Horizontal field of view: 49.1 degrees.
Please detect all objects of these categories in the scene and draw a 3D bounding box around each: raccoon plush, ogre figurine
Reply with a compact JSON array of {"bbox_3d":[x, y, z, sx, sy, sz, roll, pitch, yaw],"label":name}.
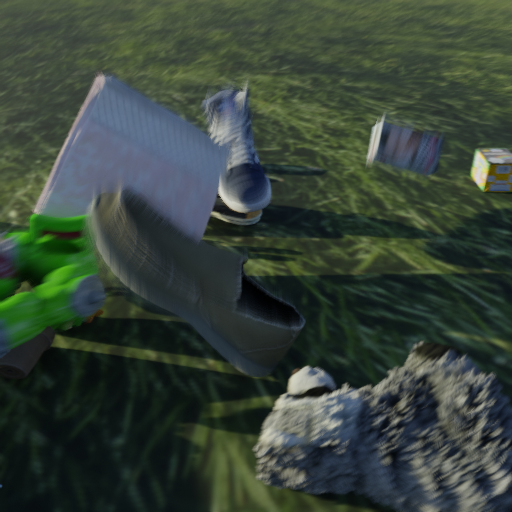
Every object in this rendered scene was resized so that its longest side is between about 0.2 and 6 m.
[{"bbox_3d":[1.621,2.469,5.708,2.497,1.803,3.726,-23,39,-18],"label":"raccoon plush"},{"bbox_3d":[-3.543,0.358,8.513,2.287,1.872,3.815,-11,5,-16],"label":"ogre figurine"}]

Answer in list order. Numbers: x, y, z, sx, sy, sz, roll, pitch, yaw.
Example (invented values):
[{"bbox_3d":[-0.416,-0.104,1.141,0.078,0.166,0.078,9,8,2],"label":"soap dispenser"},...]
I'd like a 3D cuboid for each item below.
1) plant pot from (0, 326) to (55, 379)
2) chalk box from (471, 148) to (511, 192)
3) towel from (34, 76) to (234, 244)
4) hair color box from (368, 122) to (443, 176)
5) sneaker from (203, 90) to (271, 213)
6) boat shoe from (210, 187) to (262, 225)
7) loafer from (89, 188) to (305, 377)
[{"bbox_3d":[-3.471,1.374,8.200,0.848,0.848,0.740,2,51,3],"label":"plant pot"},{"bbox_3d":[5.720,-2.125,13.516,0.759,0.755,1.220,0,32,3],"label":"chalk box"},{"bbox_3d":[-1.956,-1.305,9.734,2.833,2.705,0.457,26,-12,-29],"label":"towel"},{"bbox_3d":[2.275,-1.625,8.537,1.040,0.515,0.315,13,-6,-11],"label":"hair color box"},{"bbox_3d":[-0.417,-2.241,11.274,1.015,1.571,2.896,-12,44,-2],"label":"sneaker"},{"bbox_3d":[-1.057,-1.329,12.260,2.536,0.789,0.946,14,37,23],"label":"boat shoe"},{"bbox_3d":[-0.680,0.213,7.723,3.504,1.220,1.317,41,28,-20],"label":"loafer"}]
